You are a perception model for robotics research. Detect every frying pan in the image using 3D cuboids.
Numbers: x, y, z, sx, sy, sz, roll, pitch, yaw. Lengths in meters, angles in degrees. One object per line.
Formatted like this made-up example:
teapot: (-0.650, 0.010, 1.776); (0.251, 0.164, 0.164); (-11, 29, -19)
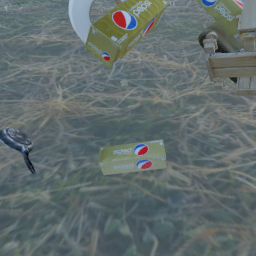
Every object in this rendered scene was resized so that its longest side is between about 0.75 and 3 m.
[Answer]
frying pan: (-1.723, 0.278, 4.360); (0.618, 0.166, 1.022); (30, 11, -33)

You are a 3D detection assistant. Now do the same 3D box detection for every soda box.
soda box: (0.075, 0.478, 4.534); (1.059, 0.359, 0.339); (-8, 46, 6)
soda box: (1.983, -2.629, 5.926); (1.597, 0.511, 0.541); (48, 42, 7)
soda box: (0.015, -1.902, 5.152); (0.610, 0.577, 1.801); (37, 55, 3)

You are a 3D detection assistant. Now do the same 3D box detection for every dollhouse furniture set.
dollhouse furniture set: (2.073, -1.482, 5.347); (0.990, 1.911, 0.846); (3, 65, 28)

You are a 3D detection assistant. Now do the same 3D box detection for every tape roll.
tape roll: (-0.577, -2.818, 6.857); (1.712, 1.712, 0.599); (-11, 32, -15)

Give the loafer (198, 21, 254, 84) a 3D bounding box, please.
loafer: (2.786, -1.838, 7.064); (0.788, 2.336, 0.888); (-57, 27, -7)
